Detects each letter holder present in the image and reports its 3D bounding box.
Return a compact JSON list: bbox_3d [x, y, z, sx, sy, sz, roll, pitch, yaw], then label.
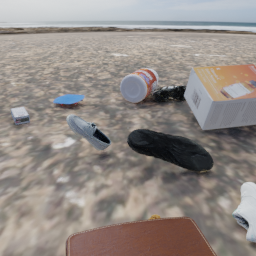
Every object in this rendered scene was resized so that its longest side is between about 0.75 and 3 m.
[{"bbox_3d":[0.192,2.319,4.260,2.164,1.088,1.538,-5,23,-11],"label":"letter holder"}]

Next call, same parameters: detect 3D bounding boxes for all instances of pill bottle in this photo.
[{"bbox_3d":[0.684,-2.244,14.070,1.370,1.370,2.443,10,26,21],"label":"pill bottle"}]

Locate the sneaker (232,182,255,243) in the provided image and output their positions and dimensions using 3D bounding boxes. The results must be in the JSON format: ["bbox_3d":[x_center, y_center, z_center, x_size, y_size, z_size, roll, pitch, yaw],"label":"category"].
[{"bbox_3d":[2.626,1.782,6.125,0.732,0.622,1.654,-9,24,9],"label":"sneaker"}]

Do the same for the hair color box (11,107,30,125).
[{"bbox_3d":[-4.420,-0.515,11.478,0.556,0.341,1.124,-12,26,-26],"label":"hair color box"}]

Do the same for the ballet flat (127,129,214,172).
[{"bbox_3d":[1.218,0.618,8.103,2.560,0.851,0.727,20,-16,5],"label":"ballet flat"}]

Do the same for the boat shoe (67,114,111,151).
[{"bbox_3d":[-1.151,0.074,8.648,0.571,1.603,0.559,-29,30,35],"label":"boat shoe"}]

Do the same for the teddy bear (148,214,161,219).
[{"bbox_3d":[0.815,2.123,5.470,0.952,0.438,1.313,-16,28,-27],"label":"teddy bear"}]

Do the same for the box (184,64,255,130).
[{"bbox_3d":[3.961,-1.265,10.959,2.772,1.474,2.110,-6,46,-12],"label":"box"}]

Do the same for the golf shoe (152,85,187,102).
[{"bbox_3d":[2.191,-1.799,13.815,2.061,0.801,0.974,-3,24,-10],"label":"golf shoe"}]

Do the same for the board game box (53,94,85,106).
[{"bbox_3d":[-2.767,-1.242,13.218,1.482,0.289,1.171,5,29,25],"label":"board game box"}]
